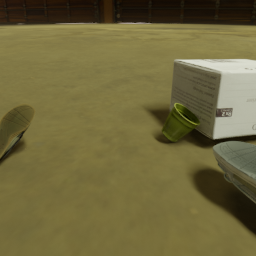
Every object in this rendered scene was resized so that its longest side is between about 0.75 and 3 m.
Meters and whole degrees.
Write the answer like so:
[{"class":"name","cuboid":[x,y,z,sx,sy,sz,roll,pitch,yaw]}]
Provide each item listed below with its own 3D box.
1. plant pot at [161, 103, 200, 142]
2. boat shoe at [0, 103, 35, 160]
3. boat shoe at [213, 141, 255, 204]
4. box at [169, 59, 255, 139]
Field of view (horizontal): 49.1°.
[{"class":"plant pot","cuboid":[1.257,-0.078,7.011,0.786,0.757,0.786,28,28,-16]},{"class":"boat shoe","cuboid":[-2.672,0.118,6.298,0.554,0.510,1.551,33,62,-8]},{"class":"boat shoe","cuboid":[2.305,0.995,4.653,0.910,0.792,2.469,-14,30,-23]},{"class":"box","cuboid":[2.817,-0.953,7.741,2.505,1.646,2.519,-5,21,-16]}]
